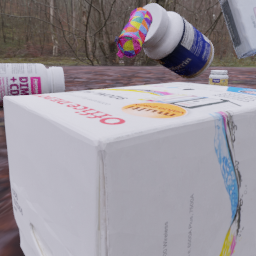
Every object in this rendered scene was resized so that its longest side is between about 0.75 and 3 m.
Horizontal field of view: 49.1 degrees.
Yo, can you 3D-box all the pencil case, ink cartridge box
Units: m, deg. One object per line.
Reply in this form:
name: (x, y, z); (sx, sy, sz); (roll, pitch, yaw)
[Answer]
pencil case: (0.130, -1.870, 5.471); (0.528, 0.528, 1.195); (5, 48, 19)
ink cartridge box: (0.266, 0.499, 2.793); (2.364, 1.710, 1.740); (-11, 19, -36)
ink cartridge box: (2.106, -2.028, 3.231); (2.207, 1.794, 0.630); (-18, 2, 6)

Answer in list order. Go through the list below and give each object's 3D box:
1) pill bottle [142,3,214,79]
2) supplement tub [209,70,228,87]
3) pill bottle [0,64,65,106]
pill bottle: (1.212, -2.302, 7.590); (2.252, 1.303, 1.303); (18, 0, -40)
supplement tub: (4.418, -2.173, 13.723); (0.905, 1.244, 0.905); (0, 15, 0)
pill bottle: (-4.161, -1.770, 11.399); (2.956, 1.676, 1.676); (-5, 16, -20)
